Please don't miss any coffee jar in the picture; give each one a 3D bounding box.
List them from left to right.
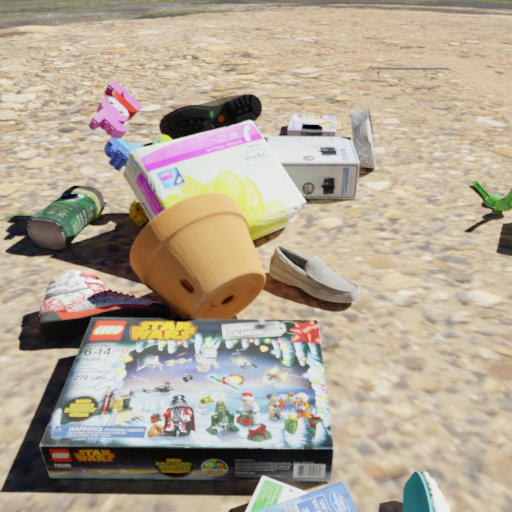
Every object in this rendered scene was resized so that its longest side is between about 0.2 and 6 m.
[{"bbox_3d":[-4.076,-0.886,12.192,0.930,0.761,1.784,8,34,14],"label":"coffee jar"}]

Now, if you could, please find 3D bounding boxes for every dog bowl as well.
[{"bbox_3d":[2.886,-3.134,15.047,0.480,1.638,1.638,-6,30,15],"label":"dog bowl"}]

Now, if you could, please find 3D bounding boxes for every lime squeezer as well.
[{"bbox_3d":[5.645,-1.440,13.138,0.451,0.845,2.393,-21,4,-2],"label":"lime squeezer"}]

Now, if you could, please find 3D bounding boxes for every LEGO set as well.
[{"bbox_3d":[-2.376,-1.709,12.425,3.875,1.478,1.590,42,51,-12],"label":"LEGO set"}]

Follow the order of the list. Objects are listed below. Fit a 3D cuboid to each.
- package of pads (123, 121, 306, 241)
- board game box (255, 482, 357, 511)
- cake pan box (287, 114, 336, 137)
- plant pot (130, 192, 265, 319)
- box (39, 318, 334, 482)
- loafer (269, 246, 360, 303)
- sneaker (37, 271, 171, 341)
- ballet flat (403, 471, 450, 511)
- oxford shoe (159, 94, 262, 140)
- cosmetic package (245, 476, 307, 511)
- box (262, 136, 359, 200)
[{"bbox_3d":[-0.780,-1.341,11.685,3.170,1.081,2.449,-24,75,-31],"label":"package of pads"},{"bbox_3d":[-0.011,3.731,4.610,2.927,0.638,2.942,-14,40,-12],"label":"board game box"},{"bbox_3d":[1.736,-3.946,17.365,1.478,0.420,1.605,3,32,9],"label":"cake pan box"},{"bbox_3d":[-0.826,0.203,9.414,2.128,2.128,1.489,-21,62,-30],"label":"plant pot"},{"bbox_3d":[-0.814,1.888,7.858,3.583,0.715,2.453,0,32,0],"label":"box"},{"bbox_3d":[1.057,0.333,10.324,1.852,0.646,0.647,20,28,26],"label":"loafer"},{"bbox_3d":[-2.557,0.731,9.543,2.169,0.724,1.162,-6,45,-4],"label":"sneaker"},{"bbox_3d":[1.972,3.216,6.063,0.622,0.622,1.732,3,35,5],"label":"ballet flat"},{"bbox_3d":[-1.415,-4.133,16.901,3.075,1.117,1.298,-14,22,-8],"label":"oxford shoe"},{"bbox_3d":[0.459,3.015,6.325,1.075,0.456,0.579,12,36,19],"label":"cosmetic package"},{"bbox_3d":[0.858,-2.260,14.163,3.222,0.969,1.879,1,32,2],"label":"box"}]
